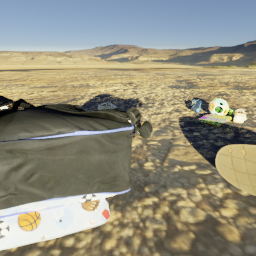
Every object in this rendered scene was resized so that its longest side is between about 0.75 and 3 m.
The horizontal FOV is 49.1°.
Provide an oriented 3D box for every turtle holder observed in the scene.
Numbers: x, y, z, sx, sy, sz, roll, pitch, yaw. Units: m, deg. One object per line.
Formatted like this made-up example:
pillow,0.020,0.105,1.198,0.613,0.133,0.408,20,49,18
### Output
turtle holder,3.983,-0.784,12.058,1.022,0.777,0.726,46,21,0

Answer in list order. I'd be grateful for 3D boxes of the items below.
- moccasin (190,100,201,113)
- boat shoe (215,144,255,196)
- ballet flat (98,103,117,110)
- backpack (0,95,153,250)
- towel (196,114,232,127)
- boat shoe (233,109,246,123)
moccasin,3.232,-1.094,13.374,0.434,0.512,1.273,15,17,10
boat shoe,3.144,0.863,5.569,2.779,1.000,0.939,10,12,12
ballet flat,-0.974,-1.067,13.644,1.092,0.341,0.368,-11,19,-35
backpack,-1.489,0.464,4.625,2.847,2.193,2.711,2,13,-33
towel,3.480,-0.327,11.302,1.029,0.163,1.432,13,21,37
boat shoe,4.612,-0.549,11.506,0.498,0.468,1.352,7,17,23
